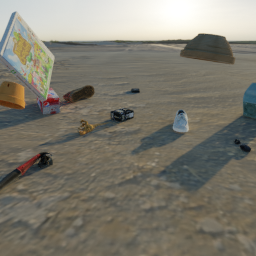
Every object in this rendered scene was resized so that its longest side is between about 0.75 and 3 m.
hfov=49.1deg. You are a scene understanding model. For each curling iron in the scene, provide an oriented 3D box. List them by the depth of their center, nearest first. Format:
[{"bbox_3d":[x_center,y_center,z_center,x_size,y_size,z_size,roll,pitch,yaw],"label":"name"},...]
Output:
[{"bbox_3d":[-2.917,1.212,7.759,0.592,0.305,2.389,9,22,23],"label":"curling iron"}]

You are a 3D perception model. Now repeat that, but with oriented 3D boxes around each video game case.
[{"bbox_3d":[-3.618,-2.613,10.269,0.282,2.331,2.561,-17,50,18],"label":"video game case"}]

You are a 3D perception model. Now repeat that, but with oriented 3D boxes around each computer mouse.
[{"bbox_3d":[3.989,0.568,9.767,0.294,0.171,1.004,-3,19,-5],"label":"computer mouse"}]

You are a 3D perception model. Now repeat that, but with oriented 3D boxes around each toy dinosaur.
[{"bbox_3d":[-1.530,-0.038,11.290,0.780,0.443,1.468,37,43,24],"label":"toy dinosaur"}]

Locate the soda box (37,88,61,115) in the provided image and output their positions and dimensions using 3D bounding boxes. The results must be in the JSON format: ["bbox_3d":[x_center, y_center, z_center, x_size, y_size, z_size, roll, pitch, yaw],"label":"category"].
[{"bbox_3d":[-4.125,-1.431,14.400,0.889,0.806,2.541,-8,22,-22],"label":"soda box"}]

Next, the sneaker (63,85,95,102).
[{"bbox_3d":[-2.840,-2.046,16.201,0.824,0.769,2.182,7,20,30],"label":"sneaker"}]

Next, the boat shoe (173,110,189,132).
[{"bbox_3d":[2.223,-0.329,11.612,0.636,0.605,1.767,5,20,13],"label":"boat shoe"}]

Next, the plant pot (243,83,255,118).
[{"bbox_3d":[6.012,-1.134,12.946,1.363,1.338,1.334,-34,35,-28],"label":"plant pot"}]

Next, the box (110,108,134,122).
[{"bbox_3d":[-0.262,-0.610,12.756,0.849,0.365,0.695,-19,26,-41],"label":"box"}]

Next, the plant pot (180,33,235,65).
[{"bbox_3d":[2.670,-2.636,9.242,1.800,0.831,1.800,8,14,-2],"label":"plant pot"}]

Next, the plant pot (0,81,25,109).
[{"bbox_3d":[-3.404,-0.966,8.153,0.884,0.619,0.884,10,-11,2],"label":"plant pot"}]

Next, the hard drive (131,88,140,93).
[{"bbox_3d":[0.487,-2.438,18.222,0.538,0.127,0.771,0,20,0],"label":"hard drive"}]
